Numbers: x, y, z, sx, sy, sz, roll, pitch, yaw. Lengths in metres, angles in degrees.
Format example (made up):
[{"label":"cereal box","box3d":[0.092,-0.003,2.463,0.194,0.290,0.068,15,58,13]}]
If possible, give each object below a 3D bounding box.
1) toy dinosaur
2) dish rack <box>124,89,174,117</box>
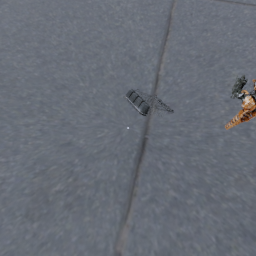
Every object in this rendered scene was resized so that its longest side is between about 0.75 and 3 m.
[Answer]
[{"label":"toy dinosaur","box3d":[2.087,-0.485,4.705,1.244,0.636,0.844,-31,24,21]},{"label":"dish rack","box3d":[0.549,-0.570,6.759,1.135,0.310,0.871,8,31,-42]}]
